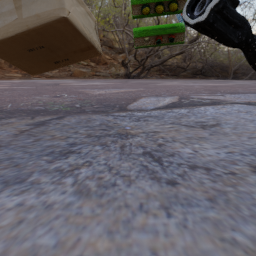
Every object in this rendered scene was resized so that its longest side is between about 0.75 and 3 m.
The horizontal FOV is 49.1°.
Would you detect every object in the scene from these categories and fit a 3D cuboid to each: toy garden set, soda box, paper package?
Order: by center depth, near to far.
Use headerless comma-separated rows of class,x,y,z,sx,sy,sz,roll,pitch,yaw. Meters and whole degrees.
toy garden set,1.194,-2.906,5.795,2.316,2.778,0.554,-6,48,2
paper package,-1.779,-2.042,5.948,1.936,1.002,1.846,-15,-13,14
soda box,1.895,-3.497,7.245,0.620,0.576,1.813,-8,-28,-21

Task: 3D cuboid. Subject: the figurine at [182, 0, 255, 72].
figurine,2.545,-2.328,5.067,2.261,2.317,0.998,23,27,-28
